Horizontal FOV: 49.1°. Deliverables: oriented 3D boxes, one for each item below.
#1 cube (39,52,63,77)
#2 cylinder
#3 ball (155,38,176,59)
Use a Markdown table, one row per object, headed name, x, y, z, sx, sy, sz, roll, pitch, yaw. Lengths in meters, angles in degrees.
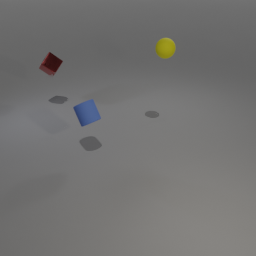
| name | x | y | z | sx | sy | sz | roll | pitch | yaw |
| --- | --- | --- | --- | --- | --- | --- | --- | --- | --- |
| cube | -3.430 | -2.810 | 12.451 | 0.700 | 0.700 | 0.700 | -63 | 21 | -17 |
| cylinder | -1.327 | -0.491 | 9.118 | 0.700 | 0.700 | 0.700 | -23 | 5 | 2 |
| ball | 1.310 | -2.789 | 9.805 | 0.700 | 0.700 | 0.700 | 0 | 29 | 0 |
